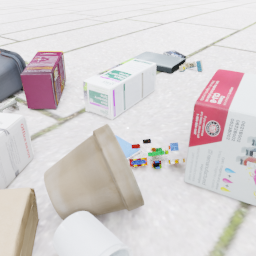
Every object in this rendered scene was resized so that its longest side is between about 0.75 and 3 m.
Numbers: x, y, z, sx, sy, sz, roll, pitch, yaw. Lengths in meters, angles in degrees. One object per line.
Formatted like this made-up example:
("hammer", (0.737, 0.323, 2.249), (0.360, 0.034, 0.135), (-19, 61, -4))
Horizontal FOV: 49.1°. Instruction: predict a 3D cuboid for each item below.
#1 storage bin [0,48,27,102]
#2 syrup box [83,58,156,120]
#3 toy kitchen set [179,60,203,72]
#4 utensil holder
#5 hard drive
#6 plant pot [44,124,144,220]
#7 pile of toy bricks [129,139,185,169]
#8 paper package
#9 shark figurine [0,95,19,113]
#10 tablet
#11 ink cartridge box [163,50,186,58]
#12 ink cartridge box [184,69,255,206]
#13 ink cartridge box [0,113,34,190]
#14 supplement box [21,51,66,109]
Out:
("storage bin", (-5.076, -1.934, 10.030), (2.484, 1.808, 1.668), (17, 45, 20))
("syrup box", (-0.187, -1.444, 9.666), (1.106, 1.144, 2.809), (19, 36, 29))
("toy kitchen set", (2.792, -2.635, 12.382), (0.818, 0.482, 0.655), (0, 26, 40))
("utensil holder", (-0.585, 1.956, 4.451), (0.878, 0.878, 1.033), (-25, 37, -35))
("hard drive", (1.417, -3.087, 13.069), (2.145, 0.353, 1.497), (20, 37, 29))
("plant pot", (-0.714, 1.010, 5.459), (1.511, 1.741, 1.741), (-25, 36, -6))
("pile of toy bricks", (0.705, 0.637, 6.918), (1.321, 0.733, 0.652), (-7, -8, 9))
("paper package", (-2.498, 1.890, 4.450), (1.823, 0.943, 1.738), (-3, 32, -6))
("shark figurine", (-3.814, -0.692, 9.199), (0.665, 0.464, 1.113), (-30, 19, 16))
("tablet", (-0.225, 0.525, 7.491), (0.681, 0.072, 1.047), (-28, 40, -36))
("ink cartridge box", (2.268, -3.665, 14.108), (0.664, 0.262, 1.335), (-15, 34, -22))
("ink cartridge box", (2.978, 0.257, 5.959), (2.898, 2.106, 2.096), (15, 35, 23))
("ink cartridge box", (-2.938, 0.618, 6.188), (0.722, 1.278, 1.744), (7, 32, 13))
("supplement box", (-2.885, -1.765, 9.913), (0.990, 1.275, 2.311), (-1, 33, -2))
